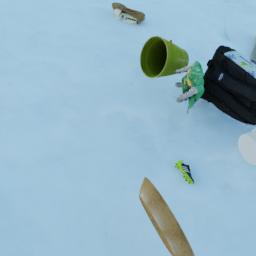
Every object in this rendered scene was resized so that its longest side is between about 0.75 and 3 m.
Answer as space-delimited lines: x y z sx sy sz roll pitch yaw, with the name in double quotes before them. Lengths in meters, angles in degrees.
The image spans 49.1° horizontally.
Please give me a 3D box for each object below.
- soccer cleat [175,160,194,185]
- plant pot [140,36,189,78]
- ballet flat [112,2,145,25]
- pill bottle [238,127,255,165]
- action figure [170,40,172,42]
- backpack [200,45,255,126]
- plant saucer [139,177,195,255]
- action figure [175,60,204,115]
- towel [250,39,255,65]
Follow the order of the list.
"soccer cleat" 1.909 1.413 9.107 0.374 0.312 0.924 -22 55 -20
"plant pot" 1.430 -2.516 10.277 1.404 1.458 1.458 -3 49 -38
"ballet flat" -0.110 -5.648 13.978 2.003 0.679 0.724 28 78 14
"pill bottle" 4.888 0.386 9.229 2.198 1.279 1.279 -18 57 -12
"action figure" 1.452 -3.229 12.330 0.541 0.428 1.655 20 62 20
"backpack" 4.080 -1.312 9.852 2.085 2.213 2.712 -2 37 -28
"plant saucer" 0.814 2.242 6.714 0.395 2.233 2.233 -28 59 -8
"action figure" 1.975 -1.433 9.011 0.774 2.830 1.672 -5 85 2
"towel" 6.838 -3.080 12.160 2.877 0.497 2.770 17 57 13
